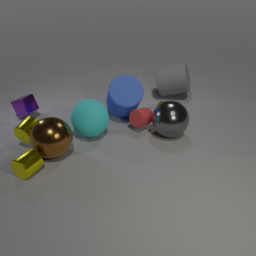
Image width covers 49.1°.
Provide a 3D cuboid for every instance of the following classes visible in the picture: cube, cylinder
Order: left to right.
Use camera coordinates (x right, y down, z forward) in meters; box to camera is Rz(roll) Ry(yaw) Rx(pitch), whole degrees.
[{"bbox_3d":[-4.355,-0.959,11.859,0.700,0.700,0.700,-8,22,32],"label":"cube"},{"bbox_3d":[-3.139,1.121,8.728,0.700,0.700,0.700,15,34,24],"label":"cylinder"},{"bbox_3d":[-3.527,0.048,9.876,0.700,0.700,0.700,12,44,20],"label":"cylinder"},{"bbox_3d":[-0.162,-1.289,11.643,1.400,1.400,1.400,2,74,-8],"label":"cylinder"},{"bbox_3d":[0.520,-0.422,11.037,0.700,0.700,0.700,23,26,34],"label":"cylinder"},{"bbox_3d":[2.221,-2.341,13.640,1.400,1.400,1.400,-8,26,21],"label":"cylinder"}]

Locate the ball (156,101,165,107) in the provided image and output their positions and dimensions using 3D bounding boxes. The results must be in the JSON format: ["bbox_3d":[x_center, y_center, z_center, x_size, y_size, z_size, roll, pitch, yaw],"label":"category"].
[{"bbox_3d":[1.544,-0.820,12.118,0.700,0.700,0.700,0,30,0],"label":"ball"}]

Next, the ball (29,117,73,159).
[{"bbox_3d":[-2.560,0.323,9.385,1.400,1.400,1.400,0,30,0],"label":"ball"}]

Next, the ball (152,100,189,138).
[{"bbox_3d":[1.601,-0.334,10.552,1.400,1.400,1.400,0,30,0],"label":"ball"}]

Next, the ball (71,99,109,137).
[{"bbox_3d":[-1.417,-0.371,10.439,1.400,1.400,1.400,0,30,0],"label":"ball"}]
